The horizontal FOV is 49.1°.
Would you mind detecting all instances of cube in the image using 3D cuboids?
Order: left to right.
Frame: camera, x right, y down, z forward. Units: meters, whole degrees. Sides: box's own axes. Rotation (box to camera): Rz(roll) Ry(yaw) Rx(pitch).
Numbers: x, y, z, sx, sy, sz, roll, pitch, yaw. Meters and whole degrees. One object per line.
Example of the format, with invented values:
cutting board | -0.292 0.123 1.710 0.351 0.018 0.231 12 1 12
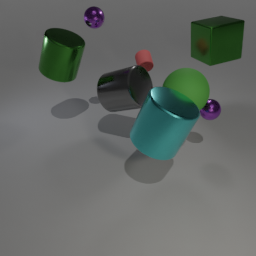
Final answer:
cube | 3.336 -3.335 10.625 1.400 1.400 1.400 -16 32 -13

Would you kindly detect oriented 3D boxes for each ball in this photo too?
ball | -1.136 -3.709 9.412 0.700 0.700 0.700 0 33 0
ball | 1.708 -1.080 8.349 1.400 1.400 1.400 0 33 0
ball | 2.681 -0.602 9.154 0.700 0.700 0.700 0 33 0

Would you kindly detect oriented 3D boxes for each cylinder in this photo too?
cylinder | -2.355 -2.578 9.938 1.400 1.400 1.400 16 37 -12
cylinder | -0.093 -1.301 9.499 1.400 1.400 1.400 -5 24 38
cylinder | 0.705 -2.909 12.191 0.700 0.700 0.700 -6 61 -9
cylinder | 0.926 -0.127 7.292 1.400 1.400 1.400 17 34 -12
